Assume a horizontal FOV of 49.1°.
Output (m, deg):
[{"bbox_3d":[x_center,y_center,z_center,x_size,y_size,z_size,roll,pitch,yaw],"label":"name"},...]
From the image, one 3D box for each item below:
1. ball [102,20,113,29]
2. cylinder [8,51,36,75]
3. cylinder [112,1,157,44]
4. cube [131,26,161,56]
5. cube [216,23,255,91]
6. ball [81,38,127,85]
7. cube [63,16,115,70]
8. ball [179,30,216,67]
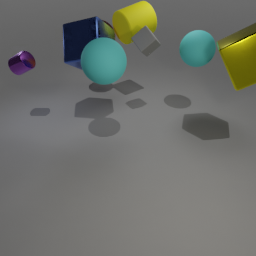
[{"bbox_3d":[-1.265,-4.120,12.609,1.400,1.400,1.400,0,32,0],"label":"ball"},{"bbox_3d":[-3.918,-2.396,10.349,0.700,0.700,0.700,-17,23,28],"label":"cylinder"},{"bbox_3d":[0.274,-4.476,11.920,1.400,1.400,1.400,-30,42,-21],"label":"cylinder"},{"bbox_3d":[0.684,-3.225,10.447,0.700,0.700,0.700,57,18,14],"label":"cube"},{"bbox_3d":[3.648,-2.197,8.516,1.400,1.400,1.400,-22,19,23],"label":"cube"},{"bbox_3d":[-0.741,-2.042,8.600,1.400,1.400,1.400,0,32,0],"label":"ball"},{"bbox_3d":[-1.366,-2.969,10.120,1.400,1.400,1.400,-3,-2,22],"label":"cube"},{"bbox_3d":[2.743,-3.129,11.079,1.400,1.400,1.400,0,32,0],"label":"ball"}]
